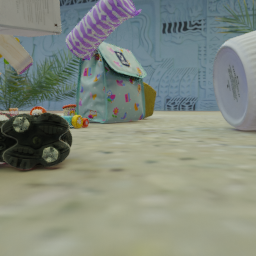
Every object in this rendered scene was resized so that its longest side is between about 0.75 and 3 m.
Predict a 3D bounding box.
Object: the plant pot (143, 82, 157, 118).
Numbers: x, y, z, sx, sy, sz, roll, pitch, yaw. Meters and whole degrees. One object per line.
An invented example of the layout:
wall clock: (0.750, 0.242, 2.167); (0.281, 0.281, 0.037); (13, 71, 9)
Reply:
plant pot: (0.201, -1.324, 13.287); (2.012, 1.954, 1.967); (9, 2, -14)

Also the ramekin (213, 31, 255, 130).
ramekin: (2.893, -1.061, 6.559); (1.154, 2.479, 2.479); (-10, 5, -2)

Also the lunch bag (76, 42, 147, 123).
lunch bag: (-0.587, -1.687, 10.424); (1.788, 2.932, 2.498); (3, 4, 36)

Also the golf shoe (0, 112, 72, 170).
golf shoe: (-1.383, 0.108, 2.671); (1.663, 0.642, 0.732); (8, -5, -12)

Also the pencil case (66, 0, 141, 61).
pencil case: (-0.778, -2.789, 7.713); (2.260, 0.966, 0.948); (-31, 24, 39)

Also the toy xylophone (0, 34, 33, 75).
toy xylophone: (-3.861, -2.417, 8.604); (1.334, 1.822, 0.458); (-39, 24, -18)

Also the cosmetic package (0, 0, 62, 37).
cosmetic package: (-1.522, -2.609, 3.205); (0.736, 2.908, 1.200); (5, 14, 30)

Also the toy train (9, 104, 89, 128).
toy train: (-2.251, -0.322, 7.600); (2.290, 0.637, 1.720); (-3, 5, -27)
